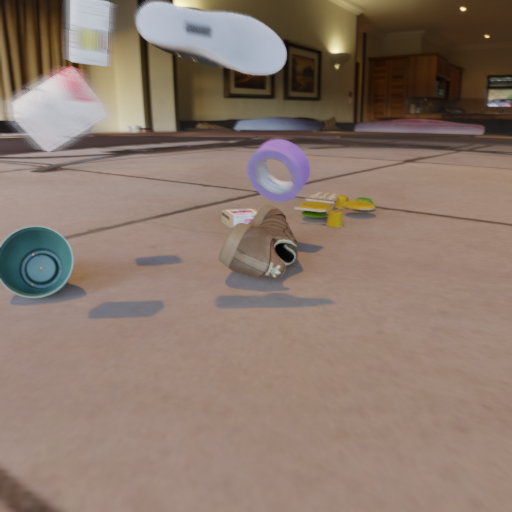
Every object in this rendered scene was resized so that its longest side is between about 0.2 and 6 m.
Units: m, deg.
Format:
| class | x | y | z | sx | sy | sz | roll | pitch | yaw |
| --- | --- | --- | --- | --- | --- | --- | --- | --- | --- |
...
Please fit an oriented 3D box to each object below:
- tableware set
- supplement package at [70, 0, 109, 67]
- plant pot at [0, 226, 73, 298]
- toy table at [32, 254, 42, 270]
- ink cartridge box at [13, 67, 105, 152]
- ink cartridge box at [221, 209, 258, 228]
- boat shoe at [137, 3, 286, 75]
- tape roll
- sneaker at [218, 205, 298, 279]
| class | x | y | z | sx | sy | sz | roll | pitch | yaw |
| --- | --- | --- | --- | --- | --- | --- | --- | --- | --- |
| tableware set | 2.288 | -1.273 | 15.610 | 1.951 | 0.445 | 2.897 | 8 | 17 | 18 |
| supplement package | -3.005 | -4.013 | 10.066 | 0.618 | 1.087 | 0.595 | -1 | 20 | -22 |
| plant pot | -3.709 | 0.163 | 9.554 | 1.206 | 1.206 | 0.808 | -4 | -10 | -13 |
| toy table | -4.215 | 0.180 | 10.358 | 0.798 | 0.509 | 0.868 | 3 | 17 | 9 |
| ink cartridge box | -2.771 | -2.050 | 7.897 | 1.003 | 0.726 | 0.423 | -30 | 51 | 4 |
| ink cartridge box | -0.364 | -0.989 | 14.632 | 0.931 | 0.349 | 0.767 | -5 | 16 | -19 |
| boat shoe | -0.633 | -3.037 | 8.029 | 2.111 | 0.738 | 0.699 | 8 | 6 | -7 |
| tape roll | 0.476 | -1.820 | 11.995 | 1.238 | 1.238 | 0.526 | 8 | 38 | 27 |
| sneaker | 0.264 | -0.158 | 11.102 | 1.210 | 1.128 | 3.202 | 29 | 20 | 8 |
